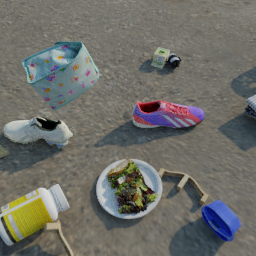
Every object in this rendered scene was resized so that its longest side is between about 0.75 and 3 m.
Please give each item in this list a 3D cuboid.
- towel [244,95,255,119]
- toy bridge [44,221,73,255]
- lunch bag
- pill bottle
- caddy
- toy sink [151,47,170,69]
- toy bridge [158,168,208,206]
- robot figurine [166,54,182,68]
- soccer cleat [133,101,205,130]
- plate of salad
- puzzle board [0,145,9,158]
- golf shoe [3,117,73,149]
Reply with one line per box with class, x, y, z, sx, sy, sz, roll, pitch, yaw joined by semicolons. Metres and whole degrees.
towel;5.897;-0.750;11.470;1.888;0.808;1.563;-25;56;-22
toy bridge;-1.893;3.758;7.726;0.795;0.322;2.365;9;54;-28
lunch bag;-1.949;-1.698;8.644;1.943;1.655;1.185;-29;61;-1
pill bottle;-2.857;2.530;8.459;1.983;1.115;1.115;-25;54;-20
caddy;2.745;2.793;8.409;0.639;0.860;1.217;-25;54;-25
toy sink;1.611;-3.512;13.949;0.628;0.540;0.963;21;53;17
toy bridge;1.878;1.867;9.581;1.869;0.254;0.628;30;54;23
robot figurine;2.255;-3.298;13.803;0.615;0.511;0.819;11;42;-32
soccer cleat;1.652;-0.604;11.129;2.940;1.076;1.003;-1;50;-1
plate of salad;0.031;1.903;9.315;2.214;0.532;2.214;-2;50;2
puzzle board;-5.073;0.979;10.285;0.823;0.095;1.092;29;40;26
golf shoe;-3.486;-0.070;10.540;2.724;1.324;1.067;5;52;6
